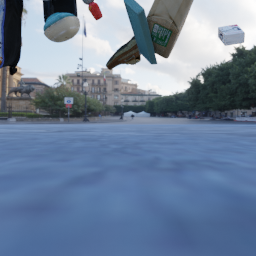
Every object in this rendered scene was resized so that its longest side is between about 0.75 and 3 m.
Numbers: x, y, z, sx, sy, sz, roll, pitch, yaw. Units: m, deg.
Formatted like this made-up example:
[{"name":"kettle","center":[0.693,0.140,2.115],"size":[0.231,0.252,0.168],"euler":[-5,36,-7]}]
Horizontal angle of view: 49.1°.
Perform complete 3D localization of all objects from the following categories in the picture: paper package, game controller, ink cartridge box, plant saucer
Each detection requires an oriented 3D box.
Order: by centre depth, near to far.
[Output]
[{"name":"game controller","center":[-1.999,-3.840,8.140],"size":[0.998,1.912,0.403],"euler":[-5,-7,-2]},{"name":"ink cartridge box","center":[3.055,-2.765,8.314],"size":[0.580,0.338,0.801],"euler":[-7,36,6]},{"name":"plant saucer","center":[0.416,-2.959,8.827],"size":[0.245,0.905,2.588],"euler":[-37,-26,-1]},{"name":"paper package","center":[1.332,-3.570,8.973],"size":[1.068,1.967,2.064],"euler":[23,-8,2]}]

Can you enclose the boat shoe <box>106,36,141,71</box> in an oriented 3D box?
[{"name":"boat shoe","center":[0.096,-2.951,11.255],"size":[2.547,0.941,0.963],"euler":[-27,23,45]}]

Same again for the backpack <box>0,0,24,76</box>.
[{"name":"backpack","center":[-4.284,-2.874,7.536],"size":[2.476,2.600,2.003],"euler":[18,20,10]}]

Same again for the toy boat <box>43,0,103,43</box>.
[{"name":"toy boat","center":[-1.317,-2.553,6.514],"size":[1.433,0.666,1.204],"euler":[-29,11,5]}]
